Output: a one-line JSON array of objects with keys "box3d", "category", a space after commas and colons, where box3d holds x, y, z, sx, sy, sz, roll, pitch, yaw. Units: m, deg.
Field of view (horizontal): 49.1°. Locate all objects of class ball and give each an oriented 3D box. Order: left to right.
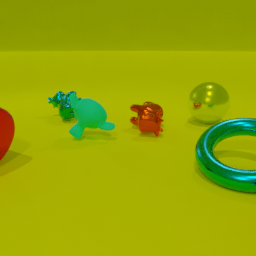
[{"box3d": [2.109, -0.661, 7.335, 1.075, 1.075, 1.075, 0, 17, 0], "category": "ball"}]

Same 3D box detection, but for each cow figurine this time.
[{"box3d": [-1.798, -0.624, 7.842, 1.053, 0.587, 1.070, -21, 47, 22], "category": "cow figurine"}, {"box3d": [0.569, -0.262, 6.786, 1.150, 0.642, 1.169, 18, 27, 39], "category": "cow figurine"}]

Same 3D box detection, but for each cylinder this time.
[{"box3d": [-2.682, 0.004, 4.432, 1.210, 1.210, 1.210, 26, 24, 14], "category": "cylinder"}]

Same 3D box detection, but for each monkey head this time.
[{"box3d": [-0.898, -0.198, 6.098, 0.847, 1.178, 0.710, -58, 12, -27], "category": "monkey head"}]

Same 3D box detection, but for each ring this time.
[{"box3d": [1.882, 0.368, 4.491, 1.589, 0.318, 1.589, -10, 36, 7], "category": "ring"}]
